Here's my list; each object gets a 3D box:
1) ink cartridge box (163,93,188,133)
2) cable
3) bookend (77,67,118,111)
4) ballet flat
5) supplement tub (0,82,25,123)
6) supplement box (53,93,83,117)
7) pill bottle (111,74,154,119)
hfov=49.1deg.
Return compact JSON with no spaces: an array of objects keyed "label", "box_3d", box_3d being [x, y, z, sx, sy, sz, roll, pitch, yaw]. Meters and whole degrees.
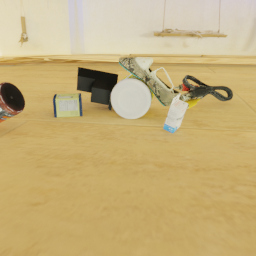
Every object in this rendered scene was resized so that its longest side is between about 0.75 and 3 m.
[{"label":"ink cartridge box","box_3d":[1.434,-0.433,8.256,0.352,1.037,0.601,27,35,20]},{"label":"cable","box_3d":[3.051,-1.514,11.431,2.683,1.303,0.675,-8,-10,-29]},{"label":"bookend","box_3d":[-1.327,-1.580,11.041,1.691,0.784,1.702,10,35,-3]},{"label":"ballet flat","box_3d":[0.808,-1.788,9.437,2.413,0.908,0.818,44,32,0]},{"label":"supplement tub","box_3d":[-4.005,-0.560,8.189,1.845,0.986,0.986,-22,11,21]},{"label":"supplement box","box_3d":[-2.191,-0.852,10.272,0.998,0.670,0.999,-3,18,-10]},{"label":"pill bottle","box_3d":[0.273,-1.316,10.511,1.401,1.401,2.492,3,19,9]}]
